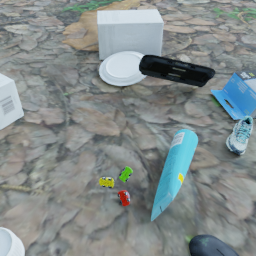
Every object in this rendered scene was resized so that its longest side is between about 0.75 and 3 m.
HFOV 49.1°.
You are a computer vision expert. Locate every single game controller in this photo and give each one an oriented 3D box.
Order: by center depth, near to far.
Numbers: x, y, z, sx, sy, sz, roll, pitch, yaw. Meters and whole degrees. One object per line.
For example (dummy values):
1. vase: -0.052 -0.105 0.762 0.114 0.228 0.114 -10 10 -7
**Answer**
1. game controller: 1.672 -2.006 9.788 2.587 1.350 0.545 11 72 -6

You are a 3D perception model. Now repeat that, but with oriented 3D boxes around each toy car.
1. toy car: -0.141 1.239 6.496 0.913 0.859 0.204 38 20 14

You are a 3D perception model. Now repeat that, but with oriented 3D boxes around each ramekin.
1. ramekin: -2.590 2.441 5.437 1.008 0.529 1.008 0 40 0

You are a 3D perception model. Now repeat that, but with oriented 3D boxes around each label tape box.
1. label tape box: 4.355 -1.216 9.522 2.434 0.805 1.744 -7 41 -11

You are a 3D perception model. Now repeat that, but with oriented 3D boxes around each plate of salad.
1. plate of salad: -0.114 -2.304 11.023 2.040 0.490 2.040 -5 52 6

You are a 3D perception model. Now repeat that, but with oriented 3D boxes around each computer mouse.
1. computer mouse: 1.889 2.551 5.411 1.493 0.394 1.034 29 49 30

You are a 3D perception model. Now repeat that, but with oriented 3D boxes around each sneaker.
1. sneaker: 3.223 0.151 7.986 0.557 0.620 1.436 25 46 9

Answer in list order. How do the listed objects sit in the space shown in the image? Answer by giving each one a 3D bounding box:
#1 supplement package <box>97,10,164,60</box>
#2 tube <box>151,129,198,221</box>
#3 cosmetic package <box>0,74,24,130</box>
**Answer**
1. supplement package: 0.049 -4.086 12.254 2.710 1.623 1.643 -3 40 -3
2. tube: 1.158 1.014 6.877 0.659 1.013 2.617 28 42 5
3. cosmetic package: -4.646 -1.162 9.015 2.505 1.414 1.016 24 45 28
